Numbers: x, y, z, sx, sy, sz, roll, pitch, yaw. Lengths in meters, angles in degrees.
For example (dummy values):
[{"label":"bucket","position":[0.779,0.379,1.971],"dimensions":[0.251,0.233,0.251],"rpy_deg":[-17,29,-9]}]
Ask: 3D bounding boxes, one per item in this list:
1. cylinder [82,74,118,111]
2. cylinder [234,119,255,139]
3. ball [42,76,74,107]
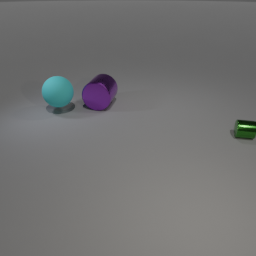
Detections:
[{"label":"cylinder","position":[-1.333,-1.741,13.480],"dimensions":[1.400,1.400,1.400],"rpy_deg":[6,29,11]},{"label":"cylinder","position":[4.555,0.046,10.882],"dimensions":[0.700,0.700,0.700],"rpy_deg":[6,29,10]},{"label":"ball","position":[-3.178,-1.642,12.705],"dimensions":[1.400,1.400,1.400],"rpy_deg":[0,28,0]}]
